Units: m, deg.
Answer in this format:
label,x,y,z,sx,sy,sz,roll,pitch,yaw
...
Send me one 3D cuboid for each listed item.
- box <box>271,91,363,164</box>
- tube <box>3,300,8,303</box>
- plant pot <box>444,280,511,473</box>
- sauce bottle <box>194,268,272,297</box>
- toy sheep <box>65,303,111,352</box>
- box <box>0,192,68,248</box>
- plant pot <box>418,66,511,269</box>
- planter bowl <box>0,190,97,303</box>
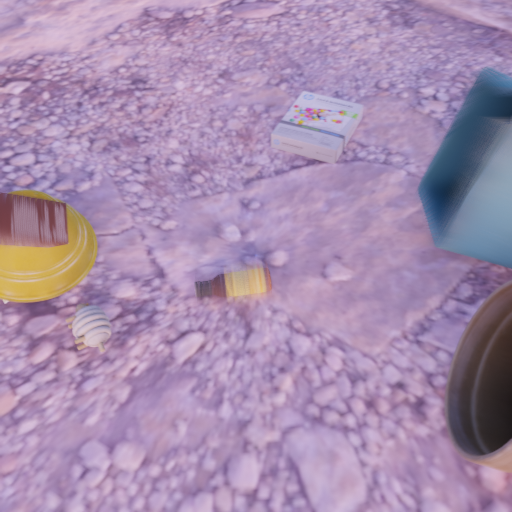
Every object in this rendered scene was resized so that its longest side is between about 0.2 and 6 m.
label,x,y,z,sx,sy,sz,roll,pitch,yaw
box,1.340,-2.813,12.108,1.456,0.384,1.867,19,49,17
tube,-4.268,-0.129,9.500,0.562,0.628,2.164,3,35,-49
plant pot,3.785,1.686,6.838,2.025,2.334,2.334,21,48,-3
sauce bottle,-0.372,0.464,9.004,1.226,0.405,0.405,-10,47,-5
toy sheep,-2.456,1.073,8.328,0.605,0.605,0.878,-23,65,-20
box,-3.355,-0.488,8.009,0.491,1.311,0.656,-9,83,27
plant pot,4.738,-1.036,8.798,3.332,2.354,2.355,20,30,-3
planter bowl,-3.714,-0.410,9.111,2.194,0.914,2.194,8,52,-11
